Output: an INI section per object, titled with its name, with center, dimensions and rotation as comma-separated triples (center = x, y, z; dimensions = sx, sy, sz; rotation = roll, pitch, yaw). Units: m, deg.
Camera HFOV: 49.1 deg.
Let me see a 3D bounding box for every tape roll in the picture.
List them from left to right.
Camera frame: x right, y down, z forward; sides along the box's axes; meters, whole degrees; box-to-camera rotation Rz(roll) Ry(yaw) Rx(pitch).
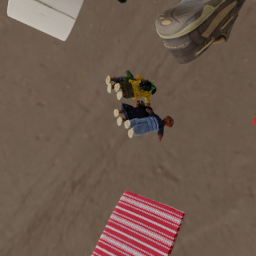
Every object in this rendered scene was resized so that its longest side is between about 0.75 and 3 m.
[tape roll]
center = -1.428, -2.640, 5.276
dimensions = 1.132, 1.648, 1.648
rotation = 19, 81, -23

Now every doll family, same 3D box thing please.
[doll family]
center = 0.285, -0.516, 6.045
dimensions = 1.066, 0.724, 1.844
rotation = -7, 78, -31

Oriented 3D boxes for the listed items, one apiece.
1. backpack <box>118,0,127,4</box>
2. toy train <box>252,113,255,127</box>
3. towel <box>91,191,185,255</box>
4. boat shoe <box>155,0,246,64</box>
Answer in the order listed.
[backpack]
center = 0.036, -2.687, 4.469
dimensions = 1.107, 1.163, 0.896
rotation = 31, 86, 48
[toy train]
center = 2.552, -0.203, 4.468
dimensions = 0.818, 1.414, 0.598
rotation = 38, 118, 15
[towel]
center = 0.093, 2.040, 4.753
dimensions = 1.273, 0.198, 1.761
rotation = 14, 61, 29
[boat shoe]
center = 1.520, -2.108, 5.408
dimensions = 2.674, 0.996, 0.980
rotation = -40, 128, -27
